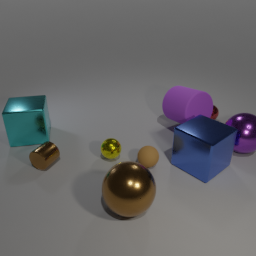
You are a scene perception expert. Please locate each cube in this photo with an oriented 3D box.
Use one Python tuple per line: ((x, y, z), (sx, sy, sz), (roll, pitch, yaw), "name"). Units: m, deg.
((2.382, 0.600, 8.899), (1.400, 1.400, 1.400), (-24, 37, -36), "cube")
((-3.729, -0.294, 10.495), (1.400, 1.400, 1.400), (-6, 30, -10), "cube")

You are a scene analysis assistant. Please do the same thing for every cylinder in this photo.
((-2.702, 0.895, 9.092), (0.700, 0.700, 0.700), (13, 32, 22), "cylinder")
((2.278, -0.831, 10.784), (1.400, 1.400, 1.400), (-16, 24, -27), "cylinder")

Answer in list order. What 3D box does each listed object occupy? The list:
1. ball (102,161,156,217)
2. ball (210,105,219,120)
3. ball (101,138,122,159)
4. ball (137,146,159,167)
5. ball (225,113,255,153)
((0.025, 1.554, 7.198), (1.400, 1.400, 1.400), (0, 29, 0), "ball")
((3.479, -0.650, 11.851), (0.700, 0.700, 0.700), (0, 29, 0), "ball")
((-0.566, 0.683, 9.344), (0.700, 0.700, 0.700), (0, 29, 0), "ball")
((0.650, 0.916, 9.009), (0.700, 0.700, 0.700), (0, 29, 0), "ball")
((3.999, 0.172, 9.661), (1.400, 1.400, 1.400), (0, 29, 0), "ball")
